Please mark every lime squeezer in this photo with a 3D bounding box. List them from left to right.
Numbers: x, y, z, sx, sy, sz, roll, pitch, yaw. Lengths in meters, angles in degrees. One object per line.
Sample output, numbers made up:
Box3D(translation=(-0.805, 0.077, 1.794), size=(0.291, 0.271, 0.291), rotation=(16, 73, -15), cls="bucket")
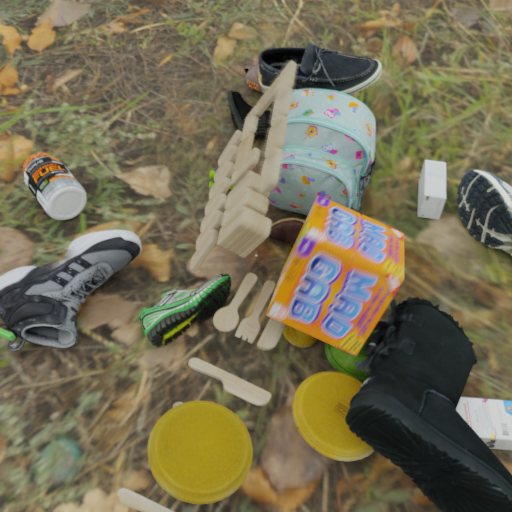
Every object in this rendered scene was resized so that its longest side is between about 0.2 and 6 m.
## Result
Box3D(translation=(-5.306, 0.856, 10.757), size=(1.022, 0.546, 2.893), rotation=(-8, 36, -25), cls="lime squeezer")

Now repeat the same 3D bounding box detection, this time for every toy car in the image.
Box3D(translation=(-0.808, -1.897, 13.127), size=(0.588, 0.565, 0.716), rotation=(0, 39, -8), cls="toy car")

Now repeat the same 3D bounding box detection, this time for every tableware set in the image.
Box3D(translation=(0.340, 2.587, 9.028), size=(3.320, 0.756, 4.929), rotation=(23, 47, 7), cls="tableware set")

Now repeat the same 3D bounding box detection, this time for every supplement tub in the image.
Box3D(translation=(-4.553, -1.591, 12.547), size=(0.959, 0.959, 1.565), rotation=(-31, 57, -23), cls="supplement tub")

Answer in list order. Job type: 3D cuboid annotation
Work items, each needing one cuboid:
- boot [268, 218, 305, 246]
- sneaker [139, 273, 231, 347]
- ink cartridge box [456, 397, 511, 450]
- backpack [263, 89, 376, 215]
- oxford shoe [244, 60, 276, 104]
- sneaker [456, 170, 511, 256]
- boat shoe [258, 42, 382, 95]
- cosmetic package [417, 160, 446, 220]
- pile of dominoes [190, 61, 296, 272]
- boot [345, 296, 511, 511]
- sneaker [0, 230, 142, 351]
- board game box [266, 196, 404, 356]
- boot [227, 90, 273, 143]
Box3D(translation=(0.975, -0.210, 11.676), size=(1.451, 0.525, 1.207), rotation=(-2, 48, -6), cls="boot")
Box3D(translation=(-1.327, 0.842, 10.645), size=(1.981, 0.773, 0.844), rotation=(-30, 56, -22), cls="sneaker")
Box3D(translation=(3.699, 2.762, 9.258), size=(1.218, 0.413, 0.701), rotation=(4, 49, 5), cls="ink cartridge box")
Box3D(translation=(1.342, -2.102, 11.880), size=(2.313, 2.631, 2.017), rotation=(17, 52, 12), cls="backpack")
Box3D(translation=(0.161, -4.707, 15.414), size=(0.764, 0.747, 2.095), rotation=(-19, 44, 4), cls="oxford shoe")
Box3D(translation=(5.606, -0.620, 11.786), size=(1.394, 1.254, 3.231), rotation=(-17, 58, -29), cls="sneaker")
Box3D(translation=(1.252, -3.937, 11.752), size=(2.719, 0.846, 1.014), rotation=(9, 61, 23), cls="boat shoe")
Box3D(translation=(3.969, -1.502, 12.657), size=(0.503, 0.699, 1.239), rotation=(8, 52, 7), cls="cosmetic package")
Box3D(translation=(-0.069, -1.571, 10.590), size=(0.578, 2.831, 3.632), rotation=(27, 49, -20), cls="pile of dominoes")
Box3D(translation=(3.012, 2.355, 8.921), size=(3.255, 1.205, 2.668), rotation=(38, 43, 2), cls="boot")
Box3D(translation=(-3.380, 0.722, 10.564), size=(2.992, 1.129, 1.703), rotation=(-25, 55, -12), cls="sneaker")
Box3D(translation=(1.380, 0.295, 9.618), size=(1.686, 1.686, 1.687), rotation=(24, 31, 1), cls="board game box")
Box3D(translation=(0.040, -3.685, 14.454), size=(1.337, 0.673, 1.788), rotation=(-16, 62, -5), cls="boot")
